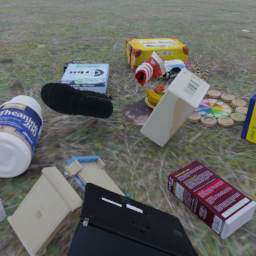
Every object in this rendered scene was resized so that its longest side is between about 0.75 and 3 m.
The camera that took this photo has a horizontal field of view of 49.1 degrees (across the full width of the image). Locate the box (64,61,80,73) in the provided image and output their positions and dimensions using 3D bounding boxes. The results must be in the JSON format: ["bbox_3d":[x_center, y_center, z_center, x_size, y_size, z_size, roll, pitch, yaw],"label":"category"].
[{"bbox_3d":[-2.876,-3.131,14.371,0.683,0.359,0.834,0,33,0],"label":"box"}]

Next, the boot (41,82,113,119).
[{"bbox_3d":[-1.575,-0.949,9.246,2.379,0.880,1.950,13,11,-13],"label":"boot"}]

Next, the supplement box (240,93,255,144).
[{"bbox_3d":[5.257,-0.079,8.563,2.842,1.547,1.556,28,42,36],"label":"supplement box"}]

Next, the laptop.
[{"bbox_3d":[-0.024,2.442,5.184,2.345,1.366,2.646,24,8,-9],"label":"laptop"}]

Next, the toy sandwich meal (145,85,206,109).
[{"bbox_3d":[1.780,-1.395,10.998,2.404,0.823,2.404,-7,32,4],"label":"toy sandwich meal"}]

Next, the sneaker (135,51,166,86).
[{"bbox_3d":[0.731,-2.044,10.170,1.131,1.958,0.767,-41,80,4],"label":"sneaker"}]

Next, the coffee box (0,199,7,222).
[{"bbox_3d":[-3.704,2.059,6.093,0.948,0.661,1.658,21,38,28],"label":"coffee box"}]

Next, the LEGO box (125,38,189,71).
[{"bbox_3d":[1.459,-3.946,14.878,2.853,1.101,2.124,-6,32,-11],"label":"LEGO box"}]

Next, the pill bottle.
[{"bbox_3d":[-3.383,0.089,8.366,1.462,1.462,2.635,-2,33,-3],"label":"pill bottle"}]

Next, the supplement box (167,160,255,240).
[{"bbox_3d":[1.955,1.643,6.813,1.024,0.573,1.882,-21,39,-28],"label":"supplement box"}]

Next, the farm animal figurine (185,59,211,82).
[{"bbox_3d":[3.134,-2.484,13.099,1.383,0.729,1.399,29,45,13],"label":"farm animal figurine"}]

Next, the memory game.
[{"bbox_3d":[3.311,-0.855,11.026,2.908,0.185,2.908,0,33,0],"label":"memory game"}]

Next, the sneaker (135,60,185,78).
[{"bbox_3d":[1.564,-2.757,13.412,2.410,0.866,0.873,-5,53,2],"label":"sneaker"}]

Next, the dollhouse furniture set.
[{"bbox_3d":[-0.985,1.968,6.399,2.210,1.527,2.340,45,19,22],"label":"dollhouse furniture set"}]

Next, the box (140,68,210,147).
[{"bbox_3d":[1.296,-0.515,8.243,0.896,2.305,1.094,35,57,4],"label":"box"}]

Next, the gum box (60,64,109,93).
[{"bbox_3d":[-1.941,-2.328,12.992,1.972,0.517,2.321,0,33,0],"label":"gum box"}]
